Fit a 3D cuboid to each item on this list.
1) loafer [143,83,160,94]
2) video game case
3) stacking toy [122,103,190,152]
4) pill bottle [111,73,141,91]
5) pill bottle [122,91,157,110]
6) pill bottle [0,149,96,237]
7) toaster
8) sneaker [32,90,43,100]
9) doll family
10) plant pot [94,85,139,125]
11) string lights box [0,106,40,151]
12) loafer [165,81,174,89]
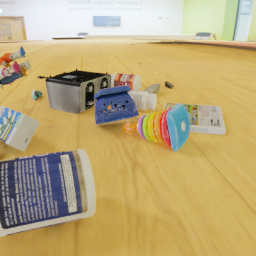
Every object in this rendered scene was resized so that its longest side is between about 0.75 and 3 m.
[{"bbox_3d":[1.188,-1.927,13.950,0.542,0.543,1.554,18,27,20],"label":"loafer"},{"bbox_3d":[2.388,-0.414,10.562,2.253,0.283,2.475,5,23,12],"label":"video game case"},{"bbox_3d":[0.743,-0.016,8.802,2.166,1.257,1.189,-2,20,34],"label":"stacking toy"},{"bbox_3d":[-0.265,-2.293,14.296,1.739,0.953,0.953,9,24,22],"label":"pill bottle"},{"bbox_3d":[0.456,-1.146,11.690,1.372,0.778,0.778,7,23,17],"label":"pill bottle"},{"bbox_3d":[-1.886,1.191,5.131,2.399,1.332,1.332,-7,23,-18],"label":"pill bottle"},{"bbox_3d":[-2.200,-1.666,12.117,2.396,1.422,2.167,12,25,28],"label":"toaster"},{"bbox_3d":[-4.326,-1.610,13.383,0.486,0.413,1.066,-3,23,-17],"label":"sneaker"},{"bbox_3d":[-2.136,-0.923,4.924,0.743,0.540,1.198,-21,34,4],"label":"doll family"},{"bbox_3d":[-0.497,-0.796,9.696,1.269,1.141,1.269,-12,2,-19],"label":"plant pot"},{"bbox_3d":[-3.449,-0.023,8.361,1.835,0.943,0.541,15,-14,45],"label":"string lights box"},{"bbox_3d":[2.261,-2.357,15.377,0.266,0.300,0.789,-7,33,-19],"label":"loafer"}]
